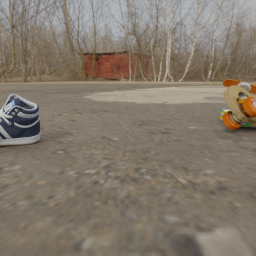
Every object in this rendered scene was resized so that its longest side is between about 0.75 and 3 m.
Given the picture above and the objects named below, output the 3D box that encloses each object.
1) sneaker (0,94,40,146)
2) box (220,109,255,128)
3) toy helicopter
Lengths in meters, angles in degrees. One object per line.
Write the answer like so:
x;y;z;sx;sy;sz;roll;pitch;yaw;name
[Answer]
-3.069;-0.147;6.441;2.118;1.149;0.742;-6;37;-32;sneaker
3.813;-0.327;9.479;1.052;0.434;1.793;4;13;7;box
3.814;-0.725;8.520;2.435;1.610;0.960;10;-34;-30;toy helicopter
